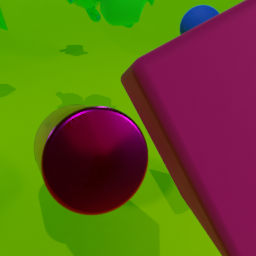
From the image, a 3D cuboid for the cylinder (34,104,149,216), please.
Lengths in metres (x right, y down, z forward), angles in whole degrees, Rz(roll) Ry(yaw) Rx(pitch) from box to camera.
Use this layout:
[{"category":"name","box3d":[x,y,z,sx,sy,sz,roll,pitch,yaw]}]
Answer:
[{"category":"cylinder","box3d":[-0.537,0.318,3.618,1.227,1.227,1.227,-15,11,-20]}]

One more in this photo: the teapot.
[{"category":"teapot","box3d":[0.038,-2.613,5.342,0.998,2.039,1.268,13,72,-2]}]

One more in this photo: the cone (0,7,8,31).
[{"category":"cone","box3d":[-3.316,-2.741,6.982,0.907,0.911,0.907,-9,64,19]}]

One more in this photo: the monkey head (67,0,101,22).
[{"category":"monkey head","box3d":[-0.986,-2.731,5.662,0.909,1.264,0.762,-42,14,-22]}]

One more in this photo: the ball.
[{"category":"ball","box3d":[2.075,-2.854,7.973,1.189,1.189,1.189,0,36,0]}]

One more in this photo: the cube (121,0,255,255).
[{"category":"cube","box3d":[0.712,-0.092,1.645,1.116,1.116,1.116,-28,9,0]}]
